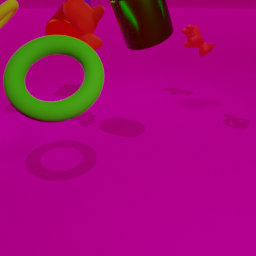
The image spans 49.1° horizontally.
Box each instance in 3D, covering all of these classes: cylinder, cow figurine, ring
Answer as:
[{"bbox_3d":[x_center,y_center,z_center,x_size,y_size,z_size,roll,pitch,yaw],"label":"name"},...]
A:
[{"bbox_3d":[-1.885,-3.414,9.457,1.354,1.354,1.354,8,54,17],"label":"cylinder"},{"bbox_3d":[-1.065,-2.395,6.553,1.242,1.222,0.682,32,-4,-33],"label":"cow figurine"},{"bbox_3d":[2.485,-3.079,9.837,1.090,1.107,0.608,-7,-7,-28],"label":"cow figurine"},{"bbox_3d":[-3.448,-2.953,7.537,1.281,0.256,1.281,-36,25,20],"label":"ring"},{"bbox_3d":[0.298,-2.334,5.775,1.069,1.069,1.069,-16,35,12],"label":"cylinder"},{"bbox_3d":[-1.291,-0.901,4.924,1.741,0.348,1.741,1,67,-1],"label":"ring"}]

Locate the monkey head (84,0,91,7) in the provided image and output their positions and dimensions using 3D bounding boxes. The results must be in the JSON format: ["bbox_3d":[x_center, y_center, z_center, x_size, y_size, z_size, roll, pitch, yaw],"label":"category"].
[{"bbox_3d":[-1.086,-3.711,7.450,0.823,1.144,0.689,2,1,29],"label":"monkey head"}]
